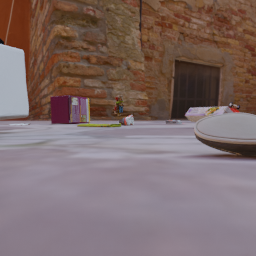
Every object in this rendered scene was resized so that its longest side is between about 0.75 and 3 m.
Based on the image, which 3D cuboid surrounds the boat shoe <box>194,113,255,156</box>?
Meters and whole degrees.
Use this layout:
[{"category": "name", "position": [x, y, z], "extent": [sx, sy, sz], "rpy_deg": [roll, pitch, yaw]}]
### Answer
[{"category": "boat shoe", "position": [0.876, 0.074, 1.716], "extent": [0.929, 0.265, 0.310], "rpy_deg": [-4, 37, 4]}]

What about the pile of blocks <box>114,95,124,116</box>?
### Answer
[{"category": "pile of blocks", "position": [-0.342, -0.764, 9.913], "extent": [0.260, 0.838, 0.344], "rpy_deg": [-17, 35, -30]}]

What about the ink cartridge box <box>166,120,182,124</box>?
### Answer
[{"category": "ink cartridge box", "position": [2.188, -0.274, 12.930], "extent": [0.617, 0.191, 0.761], "rpy_deg": [2, 5, 38]}]

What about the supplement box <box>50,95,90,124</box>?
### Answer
[{"category": "supplement box", "position": [-2.614, -0.801, 12.905], "extent": [0.986, 1.251, 1.911], "rpy_deg": [-1, 1, 19]}]

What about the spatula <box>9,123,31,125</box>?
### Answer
[{"category": "spatula", "position": [-4.120, -0.147, 10.690], "extent": [0.639, 0.074, 0.918], "rpy_deg": [1, 2, -4]}]

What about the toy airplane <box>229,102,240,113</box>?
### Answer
[{"category": "toy airplane", "position": [2.884, -0.240, 7.547], "extent": [0.847, 0.598, 0.843], "rpy_deg": [38, 29, 19]}]

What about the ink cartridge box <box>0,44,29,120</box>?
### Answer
[{"category": "ink cartridge box", "position": [-3.024, -0.585, 3.705], "extent": [2.055, 1.203, 2.843], "rpy_deg": [-2, 4, 15]}]

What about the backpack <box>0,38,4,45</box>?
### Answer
[{"category": "backpack", "position": [-3.230, -1.172, 5.872], "extent": [0.971, 1.321, 1.209], "rpy_deg": [3, 22, 11]}]

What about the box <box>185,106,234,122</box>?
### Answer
[{"category": "box", "position": [1.976, -0.327, 6.936], "extent": [0.308, 0.287, 1.485], "rpy_deg": [42, -12, -17]}]

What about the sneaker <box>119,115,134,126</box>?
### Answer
[{"category": "sneaker", "position": [-0.060, -0.261, 9.977], "extent": [0.397, 0.374, 0.970], "rpy_deg": [-6, -1, 18]}]

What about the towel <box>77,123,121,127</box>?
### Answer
[{"category": "towel", "position": [-0.843, -0.087, 8.108], "extent": [1.254, 0.113, 0.540], "rpy_deg": [1, 1, 34]}]
